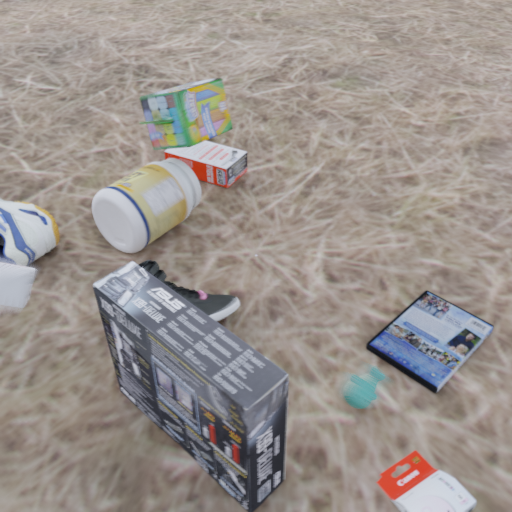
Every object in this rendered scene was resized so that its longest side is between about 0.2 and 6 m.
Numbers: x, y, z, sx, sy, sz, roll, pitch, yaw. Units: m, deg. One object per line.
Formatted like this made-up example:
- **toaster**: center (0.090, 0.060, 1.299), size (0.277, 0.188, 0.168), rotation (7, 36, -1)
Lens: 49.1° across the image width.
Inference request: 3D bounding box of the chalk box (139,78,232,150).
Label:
- **chalk box**: center (-1.432, -2.648, 10.664), size (1.051, 1.046, 1.690), rotation (7, 29, 39)

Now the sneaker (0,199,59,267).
- **sneaker**: center (-5.250, -0.574, 10.456), size (2.985, 1.123, 1.315), rotation (14, 41, 17)

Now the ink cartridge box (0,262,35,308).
- **ink cartridge box**: center (-3.806, 0.374, 8.300), size (0.903, 0.528, 1.556), rotation (12, -3, -19)

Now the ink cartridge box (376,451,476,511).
- **ink cartridge box**: center (2.061, 2.889, 6.894), size (0.783, 0.275, 0.964), rotation (-22, 48, -25)

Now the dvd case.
- **dvd case**: center (2.776, 1.294, 8.915), size (1.266, 0.156, 1.774), rotation (31, 49, 34)

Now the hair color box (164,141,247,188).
- **hair color box**: center (-1.149, -2.183, 12.906), size (1.689, 0.540, 0.937), rotation (19, 42, 24)

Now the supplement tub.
- **supplement tub**: center (-2.071, -1.020, 10.825), size (1.323, 1.323, 1.832), rotation (25, 45, 28)

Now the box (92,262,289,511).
- **box**: center (-0.833, 1.588, 6.972), size (2.721, 2.146, 0.677), rotation (30, 48, 33)

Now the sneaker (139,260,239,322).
- **sneaker**: center (-1.320, 0.571, 8.907), size (2.150, 1.066, 0.760), rotation (-7, 11, -16)

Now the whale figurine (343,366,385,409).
- **whale figurine**: center (1.513, 1.835, 7.758), size (0.641, 0.510, 0.333), rotation (-43, 13, 2)
